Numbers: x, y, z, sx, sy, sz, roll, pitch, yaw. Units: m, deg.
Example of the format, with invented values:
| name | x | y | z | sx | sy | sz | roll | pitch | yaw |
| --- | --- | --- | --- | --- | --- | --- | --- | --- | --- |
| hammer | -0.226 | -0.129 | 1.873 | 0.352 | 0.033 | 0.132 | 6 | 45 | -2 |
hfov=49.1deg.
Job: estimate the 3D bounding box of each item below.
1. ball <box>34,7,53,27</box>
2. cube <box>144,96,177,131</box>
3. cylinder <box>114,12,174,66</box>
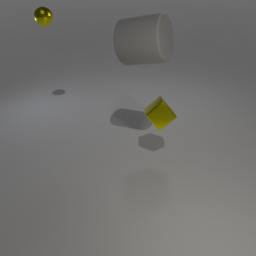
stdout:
| name | x | y | z | sx | sy | sz | roll | pitch | yaw |
| --- | --- | --- | --- | --- | --- | --- | --- | --- | --- |
| ball | -3.189 | -4.197 | 10.562 | 0.700 | 0.700 | 0.700 | 0 | 31 | 0 |
| cube | 1.017 | -0.471 | 8.878 | 0.700 | 0.700 | 0.700 | -40 | 16 | 13 |
| cylinder | 0.498 | -2.630 | 8.405 | 1.400 | 1.400 | 1.400 | 2 | 29 | 27 |
